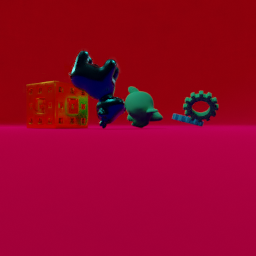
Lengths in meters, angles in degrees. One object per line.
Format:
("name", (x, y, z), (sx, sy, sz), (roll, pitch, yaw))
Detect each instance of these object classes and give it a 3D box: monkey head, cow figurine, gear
("monkey head", (0.483, -0.557, 7.767), (1.116, 0.934, 1.551), (-5, 33, -22))
("cow figurine", (-0.674, -0.807, 6.083), (1.461, 1.437, 0.802), (20, -6, 8))
("gear", (2.432, -0.700, 9.371), (1.119, 1.119, 0.207), (0, 37, 15))
("gear", (2.340, -0.307, 10.949), (1.197, 0.221, 1.197), (15, 3, -1))

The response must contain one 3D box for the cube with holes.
("cube with holes", (-1.871, -0.563, 7.461), (1.138, 1.138, 1.138), (0, 1, 36))
